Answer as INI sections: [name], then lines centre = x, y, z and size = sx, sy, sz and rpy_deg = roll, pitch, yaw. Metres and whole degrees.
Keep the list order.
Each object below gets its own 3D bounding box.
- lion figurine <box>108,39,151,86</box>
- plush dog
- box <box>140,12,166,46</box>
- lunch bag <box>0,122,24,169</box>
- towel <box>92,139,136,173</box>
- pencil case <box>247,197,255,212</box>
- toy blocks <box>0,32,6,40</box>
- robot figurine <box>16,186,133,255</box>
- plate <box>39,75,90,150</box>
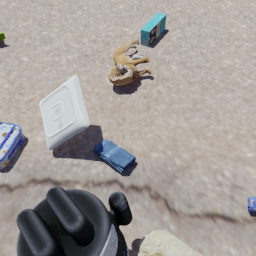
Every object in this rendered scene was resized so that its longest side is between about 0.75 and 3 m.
[lion figurine]
centre = -0.107, -2.704, 11.587
size = 1.738, 1.029, 2.838
rpy_deg = -14, 36, -3
[plush dog]
centre = 0.932, 3.635, 5.339
size = 2.885, 2.315, 2.478
rpy_deg = 28, 78, 22
[box]
centre = 1.218, -4.731, 13.352
size = 0.465, 0.778, 1.892
rpy_deg = 23, 53, 19
[lunch bag]
centre = -4.094, 0.482, 8.888
size = 1.290, 0.608, 1.610
rpy_deg = 12, 51, 8
[towel]
centre = -0.421, 0.838, 8.704
size = 1.267, 0.307, 0.707
rpy_deg = 30, 43, 27
[pencil case]
centre = 3.709, 1.995, 7.483
size = 0.992, 0.387, 0.431
rpy_deg = -8, 87, 9
[toy blocks]
centre = -6.954, -4.381, 12.996
size = 2.247, 1.123, 1.536
rpy_deg = -19, 40, -13
[robot figurine]
centre = -1.025, 2.380, 5.635
size = 2.205, 2.935, 1.831
rpy_deg = -9, 48, 9
[plate]
centre = -2.068, -0.478, 8.565
size = 1.818, 0.294, 1.822
rpy_deg = -29, 66, 27
